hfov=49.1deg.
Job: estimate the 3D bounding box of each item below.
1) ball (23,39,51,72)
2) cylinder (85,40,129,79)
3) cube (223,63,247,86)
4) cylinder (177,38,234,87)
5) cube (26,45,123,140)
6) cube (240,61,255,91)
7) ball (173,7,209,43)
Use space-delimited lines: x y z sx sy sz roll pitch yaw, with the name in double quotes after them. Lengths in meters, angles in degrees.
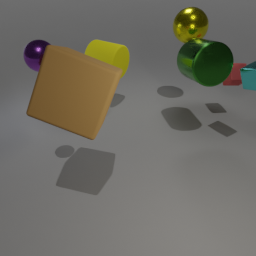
-1.938 -1.587 6.179 0.700 0.700 0.700 0 31 0 "ball"
-0.871 -2.862 11.705 1.400 1.400 1.400 20 36 25 "cylinder"
4.216 -2.114 11.095 0.700 0.700 0.700 -1 -9 -10 "cube"
2.520 -2.208 9.320 1.400 1.400 1.400 -6 23 -10 "cylinder"
-1.030 -0.785 5.837 1.400 1.400 1.400 21 14 -3 "cube"
4.062 -1.631 8.758 0.700 0.700 0.700 -27 24 -18 "cube"
2.490 -4.070 11.159 1.400 1.400 1.400 0 31 0 "ball"
